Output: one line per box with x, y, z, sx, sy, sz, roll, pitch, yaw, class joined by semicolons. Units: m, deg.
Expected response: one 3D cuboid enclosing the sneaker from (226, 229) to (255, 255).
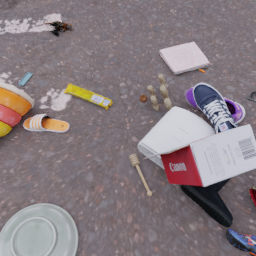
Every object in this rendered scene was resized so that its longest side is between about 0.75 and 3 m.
3.768;3.599;8.847;1.423;0.536;0.558;30;53;9;sneaker

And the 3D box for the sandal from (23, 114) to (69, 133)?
-3.357;-0.262;11.463;1.903;0.545;0.729;4;55;3;sandal

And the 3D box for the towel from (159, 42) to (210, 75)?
2.765;-3.462;13.810;1.937;0.312;1.850;-15;54;-10;towel

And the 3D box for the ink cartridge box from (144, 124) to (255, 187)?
1.984;0.979;8.258;2.427;2.764;1.159;-16;83;-11;ink cartridge box

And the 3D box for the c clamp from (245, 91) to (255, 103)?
5.813;-1.235;12.412;1.140;0.154;0.974;20;52;15;c clamp

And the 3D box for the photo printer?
1.981;0.432;10.738;2.154;0.899;2.589;36;62;19;photo printer

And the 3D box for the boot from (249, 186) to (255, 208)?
5.445;2.668;9.162;1.960;0.952;2.603;-14;53;-11;boot

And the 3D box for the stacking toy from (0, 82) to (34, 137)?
-5.085;-0.318;11.041;1.950;1.950;2.669;15;72;10;stacking toy

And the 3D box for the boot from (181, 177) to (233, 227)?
3.132;2.080;9.657;1.760;0.800;2.095;-38;57;-19;boot

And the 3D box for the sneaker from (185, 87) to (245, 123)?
3.528;-1.011;11.475;2.546;1.126;1.024;28;103;19;sneaker

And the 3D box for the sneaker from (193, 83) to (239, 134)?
3.280;-0.444;10.234;0.948;1.468;2.705;-33;93;21;sneaker

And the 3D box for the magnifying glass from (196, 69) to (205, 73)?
3.378;-2.888;13.586;0.799;0.090;0.318;36;62;21;magnifying glass

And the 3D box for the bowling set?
1.193;-1.320;12.124;1.291;0.996;1.855;-14;55;13;bowling set

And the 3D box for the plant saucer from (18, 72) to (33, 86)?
-4.813;-2.297;13.179;0.290;0.079;0.828;18;56;12;plant saucer

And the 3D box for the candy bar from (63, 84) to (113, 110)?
-1.785;-1.410;12.442;2.355;0.261;0.587;22;62;14;candy bar

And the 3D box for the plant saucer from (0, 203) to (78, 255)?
-2.867;3.528;8.727;2.581;0.648;2.581;1;55;-2;plant saucer

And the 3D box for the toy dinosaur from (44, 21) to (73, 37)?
-3.790;-5.487;15.182;1.458;0.745;0.989;-6;38;18;toy dinosaur

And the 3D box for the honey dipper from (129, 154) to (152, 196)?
0.477;1.722;10.237;0.320;0.320;1.688;-17;59;-12;honey dipper
